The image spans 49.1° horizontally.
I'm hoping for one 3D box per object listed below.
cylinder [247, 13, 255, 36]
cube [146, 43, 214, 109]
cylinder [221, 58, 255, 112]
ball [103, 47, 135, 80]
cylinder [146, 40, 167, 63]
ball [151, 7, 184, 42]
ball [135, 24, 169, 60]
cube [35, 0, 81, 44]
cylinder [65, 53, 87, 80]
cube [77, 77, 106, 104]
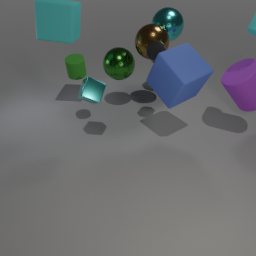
[{"bbox_3d":[4.219,-3.269,8.757,0.700,0.700,0.700,23,12,-5],"label":"cylinder"},{"bbox_3d":[1.722,-1.780,9.569,1.400,1.400,1.400,-26,70,-28],"label":"cube"},{"bbox_3d":[4.374,-1.561,10.229,1.400,1.400,1.400,-34,28,21],"label":"cylinder"},{"bbox_3d":[-0.391,-2.791,12.192,1.400,1.400,1.400,0,32,0],"label":"ball"},{"bbox_3d":[1.037,-2.649,9.873,0.700,0.700,0.700,9,4,15],"label":"cylinder"},{"bbox_3d":[1.712,-4.467,12.127,1.400,1.400,1.400,0,32,0],"label":"ball"},{"bbox_3d":[0.972,-3.488,11.352,1.400,1.400,1.400,0,32,0],"label":"ball"},{"bbox_3d":[-2.698,-4.221,10.982,1.400,1.400,1.400,7,28,1],"label":"cube"},{"bbox_3d":[-1.898,-2.234,10.206,0.700,0.700,0.700,-1,46,1],"label":"cylinder"},{"bbox_3d":[-1.267,-1.281,9.697,0.700,0.700,0.700,21,-7,-21],"label":"cube"}]
